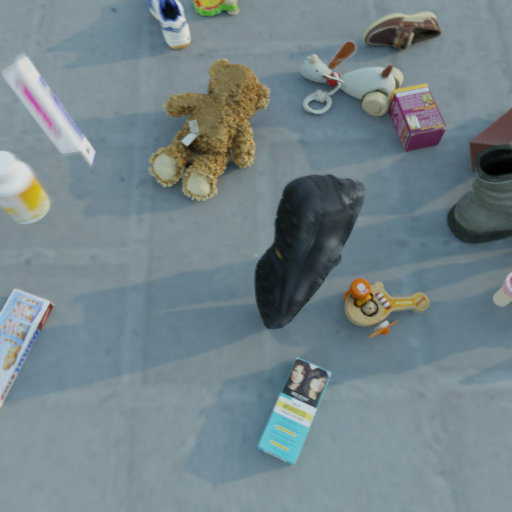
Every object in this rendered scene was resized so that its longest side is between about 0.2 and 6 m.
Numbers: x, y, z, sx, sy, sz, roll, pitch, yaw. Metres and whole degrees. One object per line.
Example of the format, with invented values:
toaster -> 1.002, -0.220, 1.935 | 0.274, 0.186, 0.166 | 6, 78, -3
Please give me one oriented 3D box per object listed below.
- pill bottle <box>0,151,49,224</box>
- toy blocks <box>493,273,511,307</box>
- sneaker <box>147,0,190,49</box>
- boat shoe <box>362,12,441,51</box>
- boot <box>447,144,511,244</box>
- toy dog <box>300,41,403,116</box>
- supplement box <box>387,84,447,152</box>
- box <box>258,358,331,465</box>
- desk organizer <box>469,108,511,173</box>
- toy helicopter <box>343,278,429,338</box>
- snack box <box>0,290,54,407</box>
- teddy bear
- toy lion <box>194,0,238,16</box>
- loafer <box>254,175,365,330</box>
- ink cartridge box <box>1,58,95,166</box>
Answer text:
pill bottle -> -3.674, -1.043, 8.529 | 0.638, 1.149, 0.638 | -2, 60, 3
toy blocks -> 5.163, 0.483, 8.695 | 1.809, 1.629, 1.936 | -40, 72, -17
sneaker -> -1.834, -5.218, 11.728 | 0.667, 0.781, 1.773 | -24, 67, -9
boat shoe -> 3.032, -4.577, 11.560 | 1.656, 0.598, 0.596 | -13, 65, -12
boot -> 4.930, -1.155, 9.135 | 3.303, 2.157, 1.118 | -11, 66, -5
toy dog -> 1.882, -3.508, 10.843 | 2.026, 0.976, 1.336 | 3, 66, 1
supplement box -> 3.043, -2.634, 10.676 | 0.718, 0.566, 1.096 | -11, 66, -5
box -> 0.595, 2.356, 8.549 | 0.605, 0.361, 1.470 | 22, 68, 10
desk organizer -> 4.806, -2.201, 10.357 | 1.914, 0.686, 0.737 | -37, 34, -26
toy helicopter -> 2.154, 0.868, 9.140 | 1.420, 0.560, 0.939 | -3, 65, -8
snack box -> -4.028, 1.505, 9.000 | 0.687, 0.232, 1.910 | 18, 67, 8
teddy bear -> -0.854, -2.288, 10.468 | 1.978, 0.911, 2.728 | 8, 74, 12
toy lion -> -0.840, -5.643, 12.198 | 0.996, 0.357, 1.039 | 7, 66, 11
loafer -> 0.709, 0.087, 8.137 | 1.100, 3.134, 1.064 | -7, 54, -20
ink cartridge box -> -3.248, -2.234, 8.929 | 0.342, 1.846, 0.874 | -33, 27, 4
